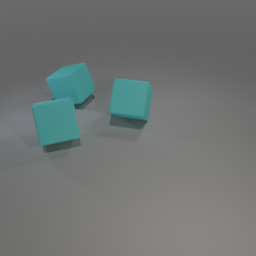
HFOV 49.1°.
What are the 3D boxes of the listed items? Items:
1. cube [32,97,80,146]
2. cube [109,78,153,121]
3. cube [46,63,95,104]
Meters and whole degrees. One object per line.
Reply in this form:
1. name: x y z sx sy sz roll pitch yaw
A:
1. cube: -2.650 -0.282 10.324 1.400 1.400 1.400 -12 13 -13
2. cube: 0.158 -1.133 11.511 1.400 1.400 1.400 8 -3 12
3. cube: -2.605 -2.010 12.922 1.400 1.400 1.400 -3 33 29
